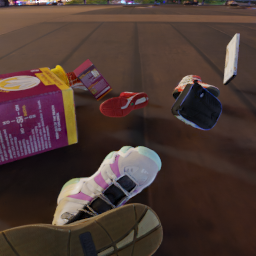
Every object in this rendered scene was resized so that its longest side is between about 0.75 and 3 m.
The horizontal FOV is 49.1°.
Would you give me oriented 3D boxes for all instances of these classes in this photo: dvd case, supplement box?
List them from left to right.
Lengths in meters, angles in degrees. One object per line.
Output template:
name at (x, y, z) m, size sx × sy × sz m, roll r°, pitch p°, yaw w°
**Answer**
supplement box at (-2.715, -0.270, 6.128) m, size 2.719 × 1.403 × 1.780 m, roll -17°, pitch 35°, yaw -27°
supplement box at (-0.935, -1.285, 7.544) m, size 0.539 × 0.976 × 0.418 m, roll -38°, pitch 41°, yaw 2°
dvd case at (3.493, -2.292, 9.485) m, size 0.128 × 1.465 × 1.045 m, roll 7°, pitch -7°, yaw 3°

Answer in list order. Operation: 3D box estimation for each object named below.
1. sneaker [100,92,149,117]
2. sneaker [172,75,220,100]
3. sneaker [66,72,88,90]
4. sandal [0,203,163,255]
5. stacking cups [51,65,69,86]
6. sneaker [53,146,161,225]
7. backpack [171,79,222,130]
sneaker at (-0.211, -0.649, 7.609) m, size 1.399 × 0.548 × 0.808 m, roll -12°, pitch 14°, yaw -26°
sneaker at (2.106, -1.257, 8.342) m, size 1.547 × 0.517 × 0.829 m, roll 1°, pitch 47°, yaw 48°
sneaker at (-1.621, -1.515, 9.547) m, size 1.564 × 0.642 × 0.609 m, roll -2°, pitch 62°, yaw 15°
sandal at (-0.615, 1.377, 3.133) m, size 2.057 × 0.826 × 0.555 m, roll -11°, pitch -15°, yaw -18°
stacking cups at (-3.081, -0.991, 8.126) m, size 2.746 × 0.831 × 0.831 m, roll -29°, pitch 38°, yaw -28°
sneaker at (-0.354, 1.108, 3.729) m, size 1.894 × 0.736 × 1.325 m, roll -36°, pitch 23°, yaw 29°
backpack at (1.580, -0.469, 6.440) m, size 0.985 × 0.902 × 0.724 m, roll 32°, pitch -2°, yaw -14°
